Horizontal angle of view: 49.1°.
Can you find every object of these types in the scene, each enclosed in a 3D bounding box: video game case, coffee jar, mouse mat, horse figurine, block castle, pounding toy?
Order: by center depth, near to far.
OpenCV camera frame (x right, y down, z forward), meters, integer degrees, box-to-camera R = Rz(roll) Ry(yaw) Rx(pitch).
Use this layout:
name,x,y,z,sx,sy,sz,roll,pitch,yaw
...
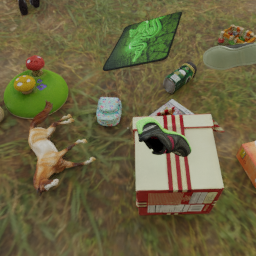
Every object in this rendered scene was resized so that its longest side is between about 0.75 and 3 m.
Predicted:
name,x,y,z,sx,sy,sz,roll,pitch,yaw
mouse mat,0.361,-2.059,6.569,1.611,0.075,2.003,-4,45,29
horse figurine,-2.261,0.489,8.412,1.840,0.693,2.777,-27,63,-13
video game case,1.482,-0.252,9.385,1.450,0.185,1.311,-36,60,-25
pounding toy,-3.619,-1.500,9.637,2.938,1.363,2.267,-16,53,-13
coffee jar,1.944,-1.888,10.376,1.359,0.708,0.580,-37,68,-27
block castle,4.665,-3.728,11.930,0.937,0.658,1.403,-36,57,-21

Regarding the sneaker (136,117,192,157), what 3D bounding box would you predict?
name,x,y,z,sx,sy,sz,roll,pitch,yaw
sneaker,0.642,0.297,5.181,1.342,0.515,0.562,26,55,-31

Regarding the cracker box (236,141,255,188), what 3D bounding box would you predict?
name,x,y,z,sx,sy,sz,roll,pitch,yaw
cracker box,4.583,0.993,8.058,2.307,0.665,1.545,-12,52,-10

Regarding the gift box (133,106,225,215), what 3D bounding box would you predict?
name,x,y,z,sx,sy,sz,roll,pitch,yaw
gift box,1.302,0.908,7.252,2.385,2.200,2.227,-1,57,-2

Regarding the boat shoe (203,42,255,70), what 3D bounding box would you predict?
name,x,y,z,sx,sy,sz,roll,pitch,yaw
boat shoe,2.946,-1.969,7.668,0.557,0.660,1.851,-20,19,-35

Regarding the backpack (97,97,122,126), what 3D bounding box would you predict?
name,x,y,z,sx,sy,sz,roll,pitch,yaw
backpack,-0.638,-0.548,9.330,0.847,0.718,0.954,4,56,4

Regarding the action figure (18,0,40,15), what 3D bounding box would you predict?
name,x,y,z,sx,sy,sz,roll,pitch,yaw
action figure,-5.292,-7.000,14.352,1.952,1.040,2.999,-22,52,-12
